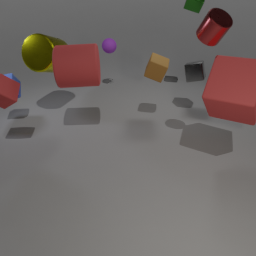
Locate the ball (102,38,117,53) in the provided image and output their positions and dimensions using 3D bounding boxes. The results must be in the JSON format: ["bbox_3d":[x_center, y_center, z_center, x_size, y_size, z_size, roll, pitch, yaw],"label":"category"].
[{"bbox_3d":[-0.893,-3.904,13.302,0.700,0.700,0.700,0,30,0],"label":"ball"}]

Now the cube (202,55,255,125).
[{"bbox_3d":[3.121,-1.079,8.117,1.400,1.400,1.400,15,76,29],"label":"cube"}]

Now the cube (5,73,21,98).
[{"bbox_3d":[-4.530,-1.540,10.561,0.700,0.700,0.700,-10,71,4],"label":"cube"}]

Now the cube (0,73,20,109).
[{"bbox_3d":[-3.874,-1.120,8.646,0.700,0.700,0.700,-21,57,32],"label":"cube"}]

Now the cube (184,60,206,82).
[{"bbox_3d":[2.702,-2.281,11.275,0.700,0.700,0.700,-4,18,22],"label":"cube"}]

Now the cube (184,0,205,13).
[{"bbox_3d":[2.798,-5.342,11.608,0.700,0.700,0.700,19,76,1],"label":"cube"}]

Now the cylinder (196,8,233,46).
[{"bbox_3d":[2.276,-2.662,7.414,0.700,0.700,0.700,8,61,-14],"label":"cylinder"}]

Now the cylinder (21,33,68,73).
[{"bbox_3d":[-3.161,-2.886,10.975,1.400,1.400,1.400,9,12,14],"label":"cylinder"}]

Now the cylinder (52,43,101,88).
[{"bbox_3d":[-1.684,-2.085,9.431,1.400,1.400,1.400,-3,30,-1],"label":"cylinder"}]

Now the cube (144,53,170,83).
[{"bbox_3d":[1.072,-2.251,10.441,0.700,0.700,0.700,20,43,-5],"label":"cube"}]
